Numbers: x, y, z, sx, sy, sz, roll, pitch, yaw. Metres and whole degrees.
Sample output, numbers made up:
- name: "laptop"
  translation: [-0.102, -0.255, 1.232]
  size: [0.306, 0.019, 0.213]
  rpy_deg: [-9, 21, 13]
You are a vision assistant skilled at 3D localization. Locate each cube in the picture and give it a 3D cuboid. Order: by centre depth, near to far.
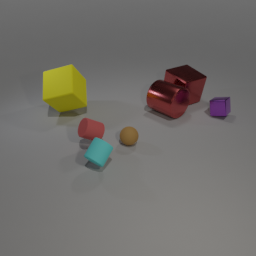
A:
- name: "cube"
  translation: [-2.717, -1.678, 12.177]
  size: [1.400, 1.400, 1.400]
  rpy_deg: [-11, 68, 14]
- name: "cube"
  translation: [4.054, -0.952, 12.307]
  size: [0.700, 0.700, 0.700]
  rpy_deg: [4, 20, 36]
- name: "cube"
  translation: [2.655, -2.023, 13.445]
  size: [1.400, 1.400, 1.400]
  rpy_deg: [-19, 45, -29]

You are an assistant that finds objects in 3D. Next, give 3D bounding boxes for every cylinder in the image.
- name: "cylinder"
  translation: [-0.935, 0.772, 8.937]
  size: [0.700, 0.700, 0.700]
  rpy_deg: [20, 72, 31]
- name: "cylinder"
  translation: [-1.289, 0.062, 9.803]
  size: [0.700, 0.700, 0.700]
  rpy_deg: [18, 17, -35]
- name: "cylinder"
  translation: [1.773, -1.297, 12.397]
  size: [1.400, 1.400, 1.400]
  rpy_deg: [-26, 39, -37]

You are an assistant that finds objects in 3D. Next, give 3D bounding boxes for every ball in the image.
- name: "ball"
  translation: [0.040, 0.290, 10.336]
  size: [0.700, 0.700, 0.700]
  rpy_deg: [0, 30, 0]
